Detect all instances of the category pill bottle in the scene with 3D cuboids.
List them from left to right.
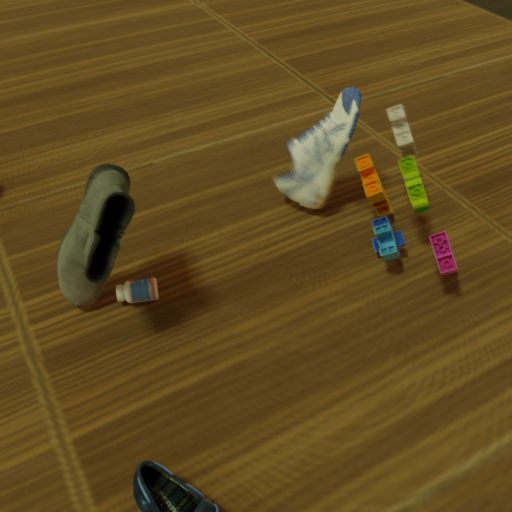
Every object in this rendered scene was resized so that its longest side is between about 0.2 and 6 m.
[{"bbox_3d":[-2.010,0.596,9.472,0.672,0.377,0.377,-7,45,-10],"label":"pill bottle"}]

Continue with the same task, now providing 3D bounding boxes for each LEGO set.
[{"bbox_3d":[2.668,-0.927,10.432,1.261,1.356,3.305,-18,67,18],"label":"LEGO set"}]

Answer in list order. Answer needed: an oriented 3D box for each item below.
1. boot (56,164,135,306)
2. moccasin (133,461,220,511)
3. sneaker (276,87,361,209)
[{"bbox_3d":[-2.483,-0.041,8.428,0.873,2.579,1.684,13,23,-21],"label":"boot"},{"bbox_3d":[-0.776,3.242,6.589,2.082,0.710,0.838,27,50,25],"label":"moccasin"},{"bbox_3d":[1.169,-2.130,10.738,1.075,2.439,0.918,23,17,2],"label":"sneaker"}]
